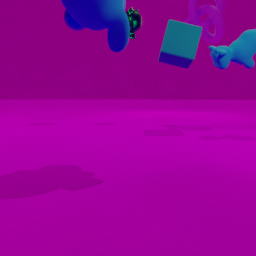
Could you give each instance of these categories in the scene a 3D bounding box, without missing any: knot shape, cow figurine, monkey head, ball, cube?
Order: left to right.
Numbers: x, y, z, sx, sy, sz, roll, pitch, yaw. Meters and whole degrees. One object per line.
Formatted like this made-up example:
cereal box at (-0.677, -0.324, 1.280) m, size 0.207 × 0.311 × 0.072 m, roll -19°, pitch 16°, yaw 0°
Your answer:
ball at (-1.735, -3.765, 9.521) m, size 0.878 × 0.878 × 0.878 m, roll 0°, pitch 6°, yaw 0°
monkey head at (-0.273, -1.805, 3.378) m, size 1.162 × 1.616 × 0.974 m, roll -22°, pitch 22°, yaw 23°
monkey head at (0.044, -3.636, 9.553) m, size 0.823 × 1.144 × 0.689 m, roll 0°, pitch -14°, yaw 28°
cube at (1.280, -2.072, 7.020) m, size 0.827 × 0.827 × 0.827 m, roll 15°, pitch -3°, yaw 3°
knot shape at (2.333, -3.227, 8.409) m, size 0.763 × 1.652 × 1.546 m, roll -1°, pitch 48°, yaw -46°
cow figurine at (2.371, -1.727, 6.108) m, size 1.076 × 1.093 × 0.600 m, roll 25°, pitch 19°, yaw -28°
